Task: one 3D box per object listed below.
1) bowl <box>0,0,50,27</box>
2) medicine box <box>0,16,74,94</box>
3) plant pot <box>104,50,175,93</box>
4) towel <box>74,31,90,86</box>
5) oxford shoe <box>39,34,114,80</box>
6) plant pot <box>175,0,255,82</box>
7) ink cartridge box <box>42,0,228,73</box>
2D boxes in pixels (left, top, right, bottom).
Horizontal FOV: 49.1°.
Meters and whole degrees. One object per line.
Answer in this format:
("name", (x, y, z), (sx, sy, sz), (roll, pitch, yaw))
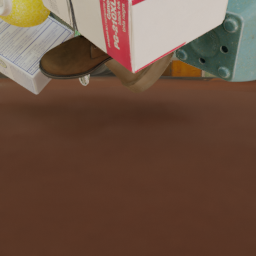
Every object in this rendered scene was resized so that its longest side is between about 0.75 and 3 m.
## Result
("bowl", (-2.672, -2.982, 6.200), (1.709, 1.709, 0.919), (7, 40, 29))
("medicine box", (-3.101, -2.518, 8.516), (2.205, 2.009, 1.135), (33, -23, 1))
("plant pot", (-0.033, -3.230, 10.884), (2.560, 2.950, 2.950), (27, 1, -25))
("towel", (-1.734, -3.365, 10.928), (0.430, 2.802, 2.090), (2, -24, 2))
("oxford shoe", (-0.834, -2.145, 6.939), (2.979, 1.082, 1.257), (-26, -14, -12))
("plant pot", (2.418, -2.560, 6.199), (2.660, 2.612, 2.604), (-41, 55, -22))
("ink cartridge box", (-0.048, -2.425, 4.658), (2.024, 1.179, 2.796), (-33, 56, -21))
